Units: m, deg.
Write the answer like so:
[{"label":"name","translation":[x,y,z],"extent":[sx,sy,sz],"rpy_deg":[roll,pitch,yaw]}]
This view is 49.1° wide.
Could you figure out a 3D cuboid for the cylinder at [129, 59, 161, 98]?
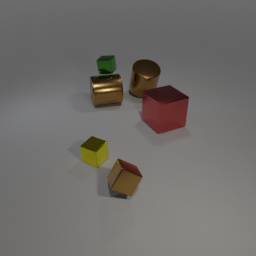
[{"label":"cylinder","translation":[0.827,-2.467,14.045],"extent":[1.400,1.400,1.400],"rpy_deg":[4,52,-5]}]

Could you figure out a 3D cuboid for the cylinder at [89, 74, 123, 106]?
[{"label":"cylinder","translation":[-1.044,-1.821,13.355],"extent":[1.400,1.400,1.400],"rpy_deg":[-8,33,-11]}]

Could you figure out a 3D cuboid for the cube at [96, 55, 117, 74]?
[{"label":"cube","translation":[-1.009,-2.994,13.266],"extent":[0.700,0.700,0.700],"rpy_deg":[2,32,17]}]

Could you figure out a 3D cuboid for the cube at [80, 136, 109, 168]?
[{"label":"cube","translation":[-1.162,0.818,9.770],"extent":[0.700,0.700,0.700],"rpy_deg":[18,39,26]}]

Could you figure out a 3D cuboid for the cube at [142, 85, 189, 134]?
[{"label":"cube","translation":[1.521,-0.811,11.747],"extent":[1.400,1.400,1.400],"rpy_deg":[-15,35,-23]}]

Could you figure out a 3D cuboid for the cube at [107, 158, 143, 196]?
[{"label":"cube","translation":[-0.102,1.434,8.185],"extent":[0.700,0.700,0.700],"rpy_deg":[25,12,-21]}]
